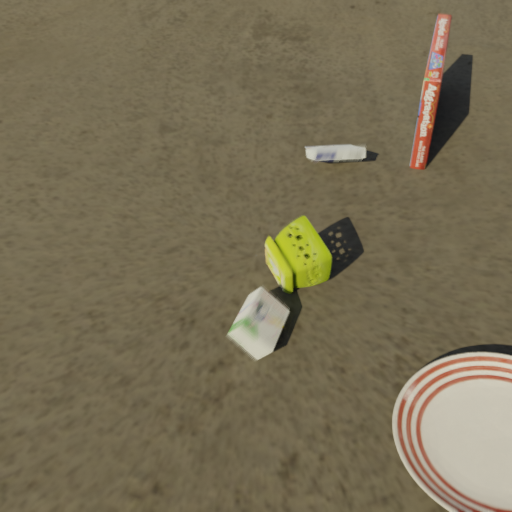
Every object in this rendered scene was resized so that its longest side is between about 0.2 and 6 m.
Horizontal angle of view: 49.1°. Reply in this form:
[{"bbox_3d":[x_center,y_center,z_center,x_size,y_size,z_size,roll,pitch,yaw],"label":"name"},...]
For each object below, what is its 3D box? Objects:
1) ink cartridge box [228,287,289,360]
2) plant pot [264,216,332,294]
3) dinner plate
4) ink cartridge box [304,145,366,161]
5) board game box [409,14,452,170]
[{"bbox_3d":[0.058,1.070,8.986,0.672,0.405,0.925,42,42,-12],"label":"ink cartridge box"},{"bbox_3d":[0.688,0.040,9.789,0.881,0.967,0.971,-25,64,-9],"label":"plant pot"},{"bbox_3d":[3.258,2.424,7.521,2.779,0.337,2.779,-7,36,5],"label":"dinner plate"},{"bbox_3d":[1.805,-2.403,13.035,1.199,0.244,1.201,-4,16,-5],"label":"ink cartridge box"},{"bbox_3d":[4.314,-4.133,13.725,0.408,2.158,4.192,9,43,16],"label":"board game box"}]
